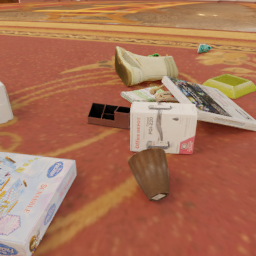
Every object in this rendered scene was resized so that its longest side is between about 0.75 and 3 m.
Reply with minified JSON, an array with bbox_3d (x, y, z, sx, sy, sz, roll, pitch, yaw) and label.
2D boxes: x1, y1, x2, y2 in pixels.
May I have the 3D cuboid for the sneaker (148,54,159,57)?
[{"bbox_3d":[1.273,-3.147,12.820,0.507,0.573,1.370,-10,30,-16],"label":"sneaker"}]

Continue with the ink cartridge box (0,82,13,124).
[{"bbox_3d":[-4.881,-0.958,8.279,1.972,1.132,2.716,-20,35,-32],"label":"ink cartridge box"}]

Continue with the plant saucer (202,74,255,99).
[{"bbox_3d":[3.718,-1.613,10.279,1.486,0.356,1.488,-20,35,-32],"label":"plant saucer"}]

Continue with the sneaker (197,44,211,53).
[{"bbox_3d":[4.076,-4.255,14.987,0.474,0.462,1.191,29,39,28],"label":"sneaker"}]

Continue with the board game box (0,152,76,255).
[{"bbox_3d":[-2.290,1.225,5.069,2.111,0.435,2.116,6,29,10],"label":"board game box"}]

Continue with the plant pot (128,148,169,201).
[{"bbox_3d":[0.469,0.931,5.337,0.775,0.775,0.829,-8,57,-14],"label":"plant pot"}]

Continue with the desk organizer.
[{"bbox_3d":[-0.495,-0.343,7.847,1.277,0.492,0.458,8,30,15],"label":"desk organizer"}]

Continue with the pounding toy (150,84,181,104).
[{"bbox_3d":[1.288,-0.968,8.565,1.544,0.886,0.883,14,27,23],"label":"pounding toy"}]

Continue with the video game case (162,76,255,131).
[{"bbox_3d":[2.288,-0.745,8.041,2.092,0.269,2.302,10,29,-23],"label":"video game case"}]

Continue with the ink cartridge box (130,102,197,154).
[{"bbox_3d":[0.803,-0.004,6.614,1.496,1.090,0.634,3,29,6],"label":"ink cartridge box"}]

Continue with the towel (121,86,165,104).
[{"bbox_3d":[0.630,-1.153,9.590,1.463,0.225,1.092,-16,33,-26],"label":"towel"}]

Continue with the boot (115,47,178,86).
[{"bbox_3d":[0.640,-2.604,11.405,2.164,1.008,2.798,-8,36,-12],"label":"boot"}]
